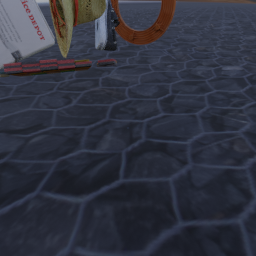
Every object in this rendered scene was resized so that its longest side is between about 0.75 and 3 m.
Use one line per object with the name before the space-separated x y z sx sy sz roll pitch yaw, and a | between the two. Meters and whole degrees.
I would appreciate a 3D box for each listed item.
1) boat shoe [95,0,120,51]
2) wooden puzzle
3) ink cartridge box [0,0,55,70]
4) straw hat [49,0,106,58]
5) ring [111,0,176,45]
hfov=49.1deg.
boat shoe | -0.547 -3.025 8.013 0.650 0.686 1.961 8 61 -20
wooden puzzle | -1.292 -1.045 4.817 2.189 0.154 1.298 -8 10 -10
ink cartridge box | -3.370 -2.418 7.025 2.445 1.786 1.031 -31 20 -18
straw hat | -0.913 -2.401 5.166 0.935 2.208 2.208 -12 31 -16
ring | 0.332 -4.356 9.751 2.851 2.851 0.274 20 32 31
